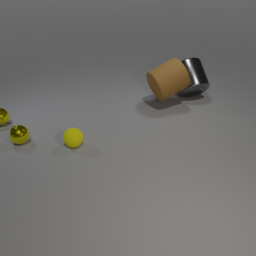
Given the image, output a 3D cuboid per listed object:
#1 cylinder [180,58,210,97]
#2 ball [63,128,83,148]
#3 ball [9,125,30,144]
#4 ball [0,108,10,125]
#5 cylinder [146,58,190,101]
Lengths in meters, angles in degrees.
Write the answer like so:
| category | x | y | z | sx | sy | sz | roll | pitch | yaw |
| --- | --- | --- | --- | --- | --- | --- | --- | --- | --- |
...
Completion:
| category | x | y | z | sx | sy | sz | roll | pitch | yaw |
| --- | --- | --- | --- | --- | --- | --- | --- | --- | --- |
| cylinder | 2.993 | -2.375 | 13.304 | 1.400 | 1.400 | 1.400 | -10 | 73 | -16 |
| ball | -1.938 | 0.341 | 9.882 | 0.700 | 0.700 | 0.700 | 0 | 30 | 0 |
| ball | -3.904 | 0.237 | 10.071 | 0.700 | 0.700 | 0.700 | 0 | 30 | 0 |
| ball | -5.096 | -0.463 | 11.150 | 0.700 | 0.700 | 0.700 | 0 | 30 | 0 |
| cylinder | 1.736 | -2.108 | 12.200 | 1.400 | 1.400 | 1.400 | -30 | 37 | -7 |
